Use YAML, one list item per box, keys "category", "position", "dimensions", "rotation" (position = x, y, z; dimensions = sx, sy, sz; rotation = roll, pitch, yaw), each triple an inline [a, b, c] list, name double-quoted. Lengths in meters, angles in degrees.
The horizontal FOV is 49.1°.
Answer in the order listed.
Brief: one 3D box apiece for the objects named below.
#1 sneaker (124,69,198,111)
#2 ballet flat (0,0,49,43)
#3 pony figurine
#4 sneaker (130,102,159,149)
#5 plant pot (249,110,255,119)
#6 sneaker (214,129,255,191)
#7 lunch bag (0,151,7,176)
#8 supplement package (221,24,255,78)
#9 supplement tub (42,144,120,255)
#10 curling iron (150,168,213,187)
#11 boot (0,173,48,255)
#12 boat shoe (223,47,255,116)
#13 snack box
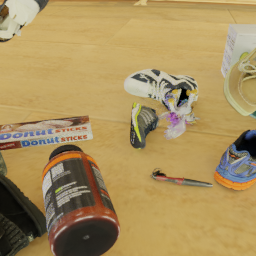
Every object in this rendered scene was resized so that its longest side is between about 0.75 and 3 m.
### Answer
- category: "sneaker"
  position: [1.196, -1.283, 9.796]
  dimensions: [2.697, 1.076, 1.755]
  rotation: [10, 25, -4]
- category: "ballet flat"
  position: [-2.970, -3.078, 7.549]
  dimensions: [2.860, 1.045, 1.045]
  rotation: [-14, 19, 41]
- category: "pony figurine"
  position: [1.540, -0.451, 8.561]
  dimensions: [1.400, 1.450, 1.208]
  rotation: [-21, 44, -3]
- category: "sneaker"
  position: [0.506, -0.129, 8.422]
  dimensions: [0.857, 0.782, 2.117]
  rotation: [4, 35, 1]
- category: "plant pot"
  position: [4.996, -1.352, 9.451]
  dimensions: [1.835, 1.873, 1.873]
  rotation: [-20, 38, -40]
- category: "sneaker"
  position: [3.357, 0.502, 7.113]
  dimensions: [2.868, 1.125, 1.080]
  rotation: [-28, 44, -35]
- category: "lunch bag"
  position: [-3.818, 0.893, 6.776]
  dimensions: [1.345, 0.937, 1.128]
  rotation: [-28, 28, -35]
- category: "supplement package"
  position: [5.107, -3.025, 11.518]
  dimensions: [1.997, 2.088, 1.536]
  rotation: [3, 34, 6]
- category: "supplement tub"
  position: [-1.069, 1.338, 5.732]
  dimensions: [1.285, 1.285, 2.403]
  rotation: [-10, 35, -15]
- category: "curling iron"
  position: [1.296, 1.240, 6.848]
  dimensions: [1.510, 0.193, 0.374]
  rotation: [9, 34, 13]
- category: "boot"
  position: [-2.760, 1.813, 5.439]
  dimensions: [2.124, 0.799, 1.588]
  rotation: [26, 42, 33]
- category: "boat shoe"
  position: [3.084, -1.362, 6.270]
  dimensions: [1.034, 0.892, 2.835]
  rotation: [48, 58, 2]
- category: "snack box"
  position: [-2.468, 0.124, 8.384]
  dimensions: [2.718, 0.330, 0.977]
  rotation: [-7, 34, -10]
